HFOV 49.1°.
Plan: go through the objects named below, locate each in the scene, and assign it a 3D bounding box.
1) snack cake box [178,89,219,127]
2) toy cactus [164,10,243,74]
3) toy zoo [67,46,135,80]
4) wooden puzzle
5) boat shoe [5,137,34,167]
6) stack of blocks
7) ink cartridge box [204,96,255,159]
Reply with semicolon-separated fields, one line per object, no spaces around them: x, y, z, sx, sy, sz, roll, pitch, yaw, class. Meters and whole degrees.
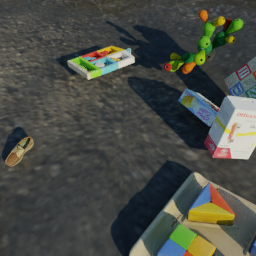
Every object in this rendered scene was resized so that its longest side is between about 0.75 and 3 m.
2.088;-0.529;7.710;0.728;0.425;1.265;10;30;-46;snack cake box
2.326;-2.537;8.841;1.290;2.523;2.081;52;17;12;toy cactus
-0.771;-2.274;9.371;2.116;0.217;1.388;-27;42;-26;toy zoo
1.807;2.173;5.017;2.764;0.640;2.560;30;51;27;wooden puzzle
-2.664;0.536;6.833;0.330;0.322;0.873;31;58;3;boat shoe
3.975;-1.346;7.071;0.777;2.652;1.527;19;46;-35;stack of blocks
2.540;0.021;6.525;0.998;1.376;0.574;4;35;-12;ink cartridge box
